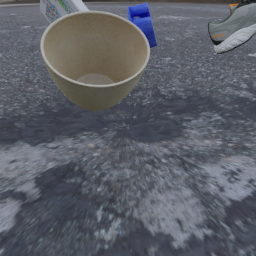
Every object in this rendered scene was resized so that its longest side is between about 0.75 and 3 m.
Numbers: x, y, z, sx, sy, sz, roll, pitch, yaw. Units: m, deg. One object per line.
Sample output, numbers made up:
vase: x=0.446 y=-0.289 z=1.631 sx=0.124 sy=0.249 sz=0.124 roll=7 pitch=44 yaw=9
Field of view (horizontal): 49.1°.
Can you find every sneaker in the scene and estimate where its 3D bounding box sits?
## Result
sneaker: x=3.059 y=-2.758 z=6.656 sx=2.432 sy=0.964 sz=0.899 roll=-29 pitch=9 yaw=22

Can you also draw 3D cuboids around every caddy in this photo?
caddy: x=0.428 y=-3.609 z=10.183 sx=0.973 sy=1.853 sz=1.310 roll=-14 pitch=71 yaw=9

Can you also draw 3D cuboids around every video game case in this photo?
video game case: x=-1.977 y=-3.591 z=9.125 sx=0.306 sy=2.579 sz=2.348 roll=-38 pitch=1 yaw=-23

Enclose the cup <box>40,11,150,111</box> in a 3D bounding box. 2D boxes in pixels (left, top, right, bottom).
cup: x=-0.588 y=-1.040 z=5.159 sx=1.800 sy=1.287 sz=1.800 roll=3 pitch=57 yaw=-5
